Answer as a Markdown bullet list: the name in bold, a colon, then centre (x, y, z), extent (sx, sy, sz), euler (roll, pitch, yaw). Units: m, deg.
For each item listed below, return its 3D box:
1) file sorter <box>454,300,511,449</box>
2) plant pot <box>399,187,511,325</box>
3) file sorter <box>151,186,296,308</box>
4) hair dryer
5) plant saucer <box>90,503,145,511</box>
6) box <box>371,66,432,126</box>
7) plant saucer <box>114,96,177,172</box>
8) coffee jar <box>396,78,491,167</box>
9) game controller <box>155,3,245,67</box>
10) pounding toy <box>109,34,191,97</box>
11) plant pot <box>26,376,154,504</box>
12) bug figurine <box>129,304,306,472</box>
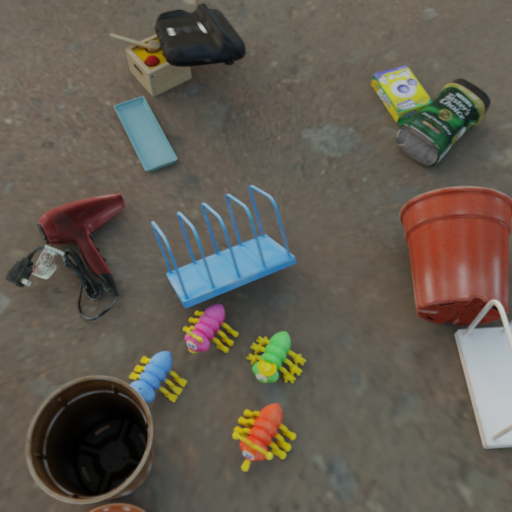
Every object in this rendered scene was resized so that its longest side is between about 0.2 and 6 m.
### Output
- **file sorter**: centre (4.886, 1.692, 8.544), extent (2.795, 1.740, 1.939), euler (-3, 60, -2)
- **plant pot**: centre (3.434, 0.107, 9.523), extent (1.924, 1.924, 1.872), euler (4, 68, 2)
- **file sorter**: centre (-0.608, -0.247, 9.620), extent (2.024, 1.242, 1.404), euler (-21, 24, -13)
- **hair dryer**: centre (-3.179, -0.149, 10.404), extent (1.933, 0.690, 2.538), euler (23, 66, -6)
- **plant saucer**: centre (-2.011, 4.318, 7.863), extent (1.545, 0.249, 1.545), euler (0, 60, -1)
- **box**: centre (3.261, -3.528, 12.406), extent (0.868, 0.358, 1.480), euler (-18, 63, -10)
- **plant saucer**: centre (-2.376, -2.598, 11.957), extent (0.713, 0.193, 2.040), euler (-23, 63, -13)
- **coffee jar**: centre (3.933, -2.825, 11.679), extent (1.057, 0.864, 2.026), euler (41, 67, 18)
- **game controller**: centre (-1.264, -4.658, 11.876), extent (1.584, 0.639, 3.036), euler (-17, 39, -4)
- **pounding toy**: centre (-2.366, -4.477, 12.608), extent (1.230, 0.950, 1.336), euler (-32, 65, -18)
- **plant pot**: centre (-2.184, 2.745, 7.980), extent (1.630, 1.613, 1.630), euler (1, 60, -1)
- **bug figurine**: centre (-0.562, 1.932, 8.971), extent (2.894, 0.745, 2.245), euler (22, 62, 13)
